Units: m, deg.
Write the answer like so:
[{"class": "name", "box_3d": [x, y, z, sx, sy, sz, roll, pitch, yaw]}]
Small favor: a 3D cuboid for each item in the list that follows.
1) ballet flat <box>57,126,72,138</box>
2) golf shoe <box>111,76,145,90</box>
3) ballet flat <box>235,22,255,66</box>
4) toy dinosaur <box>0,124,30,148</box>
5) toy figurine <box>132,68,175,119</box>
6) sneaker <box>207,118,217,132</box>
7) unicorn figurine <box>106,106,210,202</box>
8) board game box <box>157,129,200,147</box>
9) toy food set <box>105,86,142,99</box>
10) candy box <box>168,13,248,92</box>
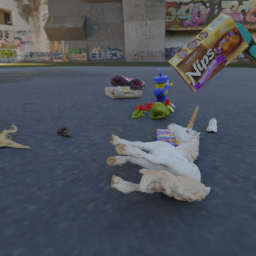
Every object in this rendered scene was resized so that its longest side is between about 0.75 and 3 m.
[{"class": "ballet flat", "box_3d": [-1.762, 0.112, 7.815, 0.291, 0.200, 0.865, -34, 23, -24]}, {"class": "golf shoe", "box_3d": [-0.001, -2.669, 17.166, 2.188, 0.794, 1.008, 14, 5, 22]}, {"class": "ballet flat", "box_3d": [2.947, -2.060, 7.072, 1.481, 0.504, 0.498, 40, 3, -16]}, {"class": "toy dinosaur", "box_3d": [-3.109, 0.280, 6.904, 1.707, 0.497, 0.863, 15, 26, 1]}, {"class": "toy figurine", "box_3d": [1.015, -1.415, 10.608, 1.456, 1.654, 2.761, 4, 15, 14]}, {"class": "sneaker", "box_3d": [2.480, -0.083, 8.237, 0.299, 0.322, 0.795, 6, 18, 16]}, {"class": "unicorn figurine", "box_3d": [0.630, 0.521, 5.035, 1.930, 1.038, 2.811, 8, 28, -10]}, {"class": "board game box", "box_3d": [1.255, 0.245, 7.170, 1.034, 0.232, 0.695, 1, 15, 5]}, {"class": "toy food set", "box_3d": [-0.277, -1.946, 14.562, 1.443, 0.608, 2.012, -5, 16, -17]}, {"class": "candy box", "box_3d": [1.860, -1.725, 6.534, 1.599, 0.933, 0.451, -41, 33, 11]}]
